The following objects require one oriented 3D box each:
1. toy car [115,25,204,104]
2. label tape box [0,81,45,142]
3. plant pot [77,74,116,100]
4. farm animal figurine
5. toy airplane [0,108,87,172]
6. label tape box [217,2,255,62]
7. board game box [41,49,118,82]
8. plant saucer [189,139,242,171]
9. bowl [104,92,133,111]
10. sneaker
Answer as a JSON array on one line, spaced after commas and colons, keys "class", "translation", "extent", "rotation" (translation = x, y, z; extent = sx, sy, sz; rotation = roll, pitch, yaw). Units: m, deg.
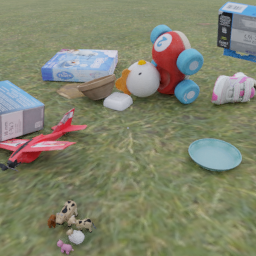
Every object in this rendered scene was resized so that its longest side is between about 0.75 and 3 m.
[{"class": "toy car", "translation": [0.846, -2.102, 10.266], "extent": [2.759, 2.441, 2.543], "rotation": [-19, 46, -13]}, {"class": "label tape box", "translation": [-4.297, -0.429, 8.115], "extent": [2.128, 0.934, 2.951], "rotation": [30, 32, 30]}, {"class": "plant pot", "translation": [-1.099, -1.466, 10.464], "extent": [1.479, 0.683, 1.479], "rotation": [-16, 15, 5]}, {"class": "farm animal figurine", "translation": [-1.146, 1.848, 5.449], "extent": [0.767, 0.478, 0.950], "rotation": [-23, 38, -32]}, {"class": "toy airplane", "translation": [-2.346, 0.319, 7.827], "extent": [2.956, 0.544, 2.956], "rotation": [-13, 25, 6]}, {"class": "label tape box", "translation": [2.945, -2.346, 7.290], "extent": [1.126, 1.571, 0.519], "rotation": [27, 58, 33]}, {"class": "board game box", "translation": [-2.116, -2.991, 13.178], "extent": [2.947, 0.642, 2.962], "rotation": [4, 32, 4]}, {"class": "plant saucer", "translation": [2.292, 0.751, 7.469], "extent": [1.359, 0.244, 1.359], "rotation": [0, 32, 0]}, {"class": "bowl", "translation": [-0.367, -1.018, 10.278], "extent": [0.901, 0.337, 0.902], "rotation": [18, 37, 27]}, {"class": "sneaker", "translation": [4.032, -1.429, 10.311], "extent": [2.438, 0.992, 1.075], "rotation": [-24, 37, -33]}]
